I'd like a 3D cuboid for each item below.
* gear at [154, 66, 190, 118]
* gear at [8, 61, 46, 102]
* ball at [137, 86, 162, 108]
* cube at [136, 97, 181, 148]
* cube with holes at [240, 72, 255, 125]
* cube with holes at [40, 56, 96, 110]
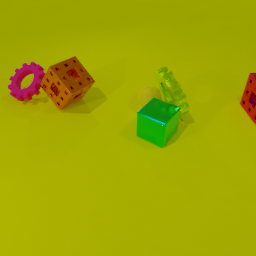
[{"bbox_3d":[1.295,-1.060,8.303,0.287,1.552,1.552,-29,46,-1],"label":"gear"},{"bbox_3d":[-3.307,-1.529,9.179,1.337,0.247,1.337,-8,67,19],"label":"gear"},{"bbox_3d":[0.683,-0.916,8.738,0.779,0.779,0.779,0,41,0],"label":"ball"},{"bbox_3d":[0.837,-0.164,7.802,0.885,0.885,0.885,25,47,25],"label":"cube"},{"bbox_3d":[4.312,-0.906,8.435,1.159,1.159,1.159,-6,42,-7],"label":"cube with holes"},{"bbox_3d":[-1.884,-1.389,8.706,1.031,1.031,1.031,52,49,0],"label":"cube with holes"}]
